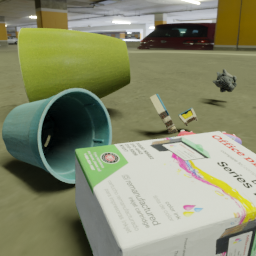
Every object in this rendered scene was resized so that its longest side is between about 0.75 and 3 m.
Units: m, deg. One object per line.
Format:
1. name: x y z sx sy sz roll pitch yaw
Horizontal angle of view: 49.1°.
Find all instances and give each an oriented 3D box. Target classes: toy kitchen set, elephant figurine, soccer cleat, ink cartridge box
1. toy kitchen set: 1.136 -0.462 6.800 0.806 1.005 0.592 -29 51 8
2. elephant figurine: 3.347 -1.643 9.655 0.849 0.774 1.095 6 2 30
3. soccer cleat: 1.666 0.371 5.779 1.393 0.465 0.533 6 53 -5
4. ink cartridge box: 0.616 0.825 3.212 2.150 0.903 1.557 -6 27 -22

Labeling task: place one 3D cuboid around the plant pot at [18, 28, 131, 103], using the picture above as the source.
1. plant pot: -1.346 -1.670 7.968 2.692 2.519 2.519 -8 19 -5

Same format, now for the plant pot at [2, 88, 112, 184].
1. plant pot: -1.342 0.100 4.953 1.491 1.523 1.523 3 16 39
